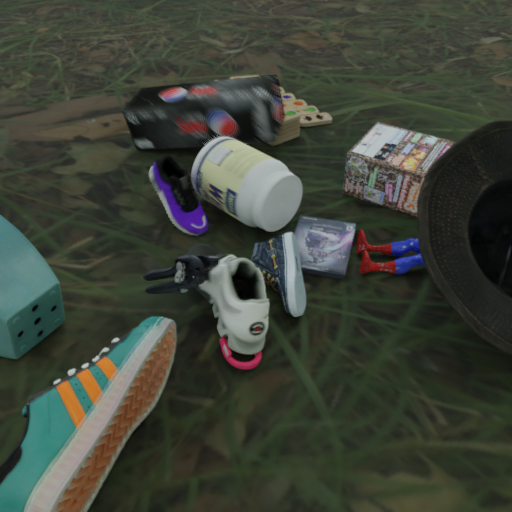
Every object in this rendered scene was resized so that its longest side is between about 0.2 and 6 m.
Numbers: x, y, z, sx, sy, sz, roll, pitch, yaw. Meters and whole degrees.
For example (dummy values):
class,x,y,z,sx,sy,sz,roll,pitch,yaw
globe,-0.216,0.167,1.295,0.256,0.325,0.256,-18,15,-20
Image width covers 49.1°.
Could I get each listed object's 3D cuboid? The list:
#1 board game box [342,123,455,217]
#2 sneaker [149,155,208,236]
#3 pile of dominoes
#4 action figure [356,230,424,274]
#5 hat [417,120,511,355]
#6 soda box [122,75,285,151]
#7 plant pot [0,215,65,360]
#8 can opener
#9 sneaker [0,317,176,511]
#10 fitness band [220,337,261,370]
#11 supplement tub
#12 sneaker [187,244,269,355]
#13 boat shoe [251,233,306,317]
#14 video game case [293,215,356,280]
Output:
class,x,y,z,sx,sy,sz,roll,pitch,yaw
board game box,3.238,-1.867,12.180,2.152,1.042,1.716,22,44,24
sneaker,-1.491,-1.228,11.065,0.611,0.874,1.757,-33,87,-31
pile of dominoes,-0.263,-4.264,15.325,3.145,0.642,4.035,-25,47,-26
action figure,3.425,-0.079,10.354,2.973,0.768,0.973,2,37,-2
hat,4.293,-0.100,9.143,4.156,1.677,4.156,2,79,-9
soda box,-1.230,-3.395,13.368,3.614,1.144,1.279,1,41,18
plant pot,-4.311,0.468,9.032,2.310,1.632,1.633,30,47,17
can opener,-1.298,0.366,8.952,0.668,1.700,0.539,7,71,-44
sneaker,-2.277,1.945,7.484,1.357,1.212,3.396,16,42,15
fitness band,-0.243,1.444,8.815,0.597,0.156,0.831,5,35,-22
supplement tub,-0.191,-1.452,11.383,1.432,1.432,1.976,-32,49,-33
sneaker,-0.397,0.344,9.274,0.947,1.132,2.557,-3,35,-31
boat shoe,0.386,0.393,9.909,0.801,0.624,1.764,-16,46,15
video game case,1.256,-0.204,10.898,1.171,0.155,1.639,10,40,11
